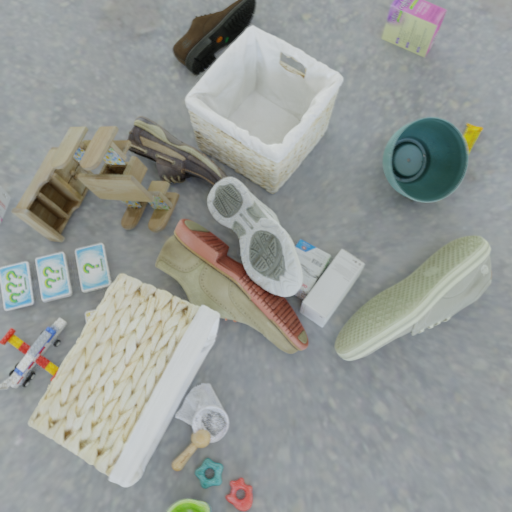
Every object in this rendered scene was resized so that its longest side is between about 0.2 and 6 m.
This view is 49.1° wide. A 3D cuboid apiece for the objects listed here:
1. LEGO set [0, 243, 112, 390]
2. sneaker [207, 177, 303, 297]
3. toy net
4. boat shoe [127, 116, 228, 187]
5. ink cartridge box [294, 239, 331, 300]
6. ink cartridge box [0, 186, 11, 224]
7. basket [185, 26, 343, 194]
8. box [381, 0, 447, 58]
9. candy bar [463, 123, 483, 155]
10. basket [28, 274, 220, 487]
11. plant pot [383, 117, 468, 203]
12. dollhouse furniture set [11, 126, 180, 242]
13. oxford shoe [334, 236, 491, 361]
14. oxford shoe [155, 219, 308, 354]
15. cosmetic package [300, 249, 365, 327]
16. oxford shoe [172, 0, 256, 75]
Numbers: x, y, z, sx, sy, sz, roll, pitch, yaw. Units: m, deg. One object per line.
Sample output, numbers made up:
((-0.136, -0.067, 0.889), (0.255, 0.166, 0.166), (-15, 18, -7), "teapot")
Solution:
((-3.478, 1.187, 9.787), (2.007, 0.659, 2.687), (-13, 74, -3), "LEGO set")
((0.201, -0.335, 10.067), (0.987, 1.259, 2.534), (-40, 63, 19), "sneaker")
((-0.732, 3.326, 9.019), (1.352, 0.498, 2.576), (1, 68, 0), "toy net")
((-1.559, -1.820, 11.012), (2.359, 0.879, 0.865), (34, 94, 15), "boat shoe")
((0.853, 0.256, 10.261), (0.661, 0.382, 0.912), (30, 64, 11), "ink cartridge box")
((-5.073, -0.861, 10.692), (0.308, 0.522, 0.907), (12, 68, 5), "ink cartridge box")
((0.139, -2.711, 10.769), (2.171, 1.762, 2.191), (33, 71, 13), "basket")
((3.392, -5.003, 12.126), (1.088, 0.957, 0.526), (28, 71, 11), "box")
((4.234, -2.177, 11.421), (0.343, 0.152, 1.374), (25, 70, 16), "candy bar")
((-1.950, 1.874, 8.752), (1.716, 1.885, 2.781), (28, 71, 3), "basket")
((3.059, -1.813, 10.648), (1.542, 1.033, 1.542), (-2, 99, -10), "plant pot")
((-2.965, -1.071, 10.059), (2.273, 1.992, 1.510), (6, 64, 31), "dollhouse furniture set")
((2.850, 0.892, 9.741), (3.320, 1.248, 0.959), (-34, 110, -11), "oxford shoe")
((-0.435, 0.735, 9.952), (3.132, 1.109, 1.156), (43, 104, 11), "oxford shoe")
((1.360, 0.588, 10.029), (0.535, 0.678, 1.261), (36, 71, 13), "cosmetic package")
((-0.925, -5.038, 12.221), (0.966, 0.832, 2.289), (40, 73, 17), "oxford shoe")
